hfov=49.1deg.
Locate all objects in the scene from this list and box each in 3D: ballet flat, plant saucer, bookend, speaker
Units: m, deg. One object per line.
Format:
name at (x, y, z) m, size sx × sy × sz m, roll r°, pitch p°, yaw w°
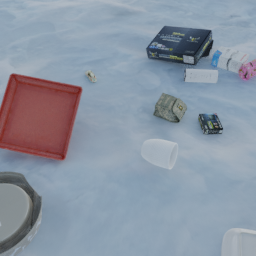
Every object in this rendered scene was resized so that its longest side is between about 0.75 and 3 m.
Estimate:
ballet flat at (-1.811, -2.616, 13.742) m, size 0.411 × 0.348 × 1.088 m, roll -22°, pitch 47°, yaw -21°
plant saucer at (-3.252, -0.399, 10.228) m, size 2.782 × 0.512 × 2.787 m, roll 11°, pitch 80°, yaw 2°
bookend at (4.248, -4.581, 15.601) m, size 1.426 × 0.661 × 1.435 m, roll -15°, pitch 46°, yaw -15°
speaker at (3.490, -2.493, 13.404) m, size 1.546 × 0.628 × 0.628 m, roll 3°, pitch 43°, yaw 4°

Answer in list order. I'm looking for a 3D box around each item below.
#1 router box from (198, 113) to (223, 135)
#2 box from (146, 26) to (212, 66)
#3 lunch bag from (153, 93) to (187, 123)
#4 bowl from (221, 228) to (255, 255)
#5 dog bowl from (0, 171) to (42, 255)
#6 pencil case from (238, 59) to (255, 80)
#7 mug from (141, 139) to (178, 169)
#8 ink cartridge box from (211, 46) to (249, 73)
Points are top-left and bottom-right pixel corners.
router box at (3.279, -0.175, 11.176) m, size 0.730 × 0.303 × 0.975 m, roll -3°, pitch 43°, yaw -3°
box at (2.701, -4.426, 14.810) m, size 2.820 × 0.719 × 2.224 m, roll 19°, pitch 58°, yaw 30°
lunch bag at (1.785, -0.808, 11.570) m, size 1.219 × 0.717 × 1.000 m, roll 22°, pitch 46°, yaw 13°
bowl at (3.340, 3.418, 7.105) m, size 1.813 × 0.677 × 1.810 m, roll 9°, pitch 43°, yaw 12°
dog bowl at (-3.728, 2.530, 7.946) m, size 2.699 × 0.791 × 2.699 m, roll 0°, pitch 44°, yaw 0°
pencil case at (6.249, -2.946, 13.794) m, size 1.789 × 0.740 × 0.774 m, roll -25°, pitch 69°, yaw -24°
mug at (1.126, 0.813, 9.799) m, size 1.100 × 0.926 × 1.255 m, roll 14°, pitch 14°, yaw 24°
ink cartridge box at (5.285, -3.543, 14.498) m, size 1.545 × 0.647 × 1.121 m, roll 26°, pitch 48°, yaw 25°
